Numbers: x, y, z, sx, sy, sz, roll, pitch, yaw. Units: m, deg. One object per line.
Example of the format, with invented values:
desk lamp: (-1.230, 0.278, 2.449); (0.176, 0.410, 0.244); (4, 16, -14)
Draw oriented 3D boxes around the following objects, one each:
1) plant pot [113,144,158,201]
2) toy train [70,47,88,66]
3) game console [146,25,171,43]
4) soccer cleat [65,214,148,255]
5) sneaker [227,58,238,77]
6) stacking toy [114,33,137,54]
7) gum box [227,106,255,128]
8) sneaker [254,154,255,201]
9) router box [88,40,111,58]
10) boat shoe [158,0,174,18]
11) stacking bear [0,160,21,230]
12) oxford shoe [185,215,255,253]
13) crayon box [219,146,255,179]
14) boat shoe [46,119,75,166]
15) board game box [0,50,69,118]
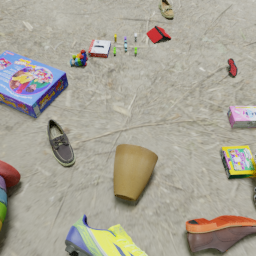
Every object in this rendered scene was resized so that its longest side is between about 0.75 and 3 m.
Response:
plant pot: (0.089, 1.266, 7.595); (1.212, 1.212, 1.301); (12, 67, 10)
toy train: (-1.978, -2.934, 11.367); (0.624, 0.457, 1.079); (-8, 50, 11)
game console: (1.375, -4.115, 12.508); (0.754, 0.519, 0.875); (5, 43, -37)
soccer cleat: (-0.155, 2.807, 6.395); (2.683, 0.867, 1.122); (18, 56, 15)
sneaker: (4.130, -2.330, 10.900); (0.314, 0.378, 0.791); (-19, 64, 34)
stacking toy: (-0.107, -3.559, 11.948); (0.989, 0.308, 1.312); (-1, 53, 1)
gum box: (3.968, -0.374, 9.290); (1.143, 0.378, 0.648); (-1, 51, -1)
sneaker: (3.906, 1.110, 7.376); (0.874, 0.811, 2.157); (6, 89, -14)
router box: (-1.189, -3.345, 11.792); (0.812, 0.221, 0.905); (5, 51, 4)
boat shoe: (1.849, -5.884, 13.682); (0.552, 0.472, 1.505); (-14, 52, -11)
stacking bear: (-3.658, 2.273, 6.472); (1.781, 1.668, 2.933); (-6, 56, -5)
oxford shoe: (2.382, 2.587, 6.849); (2.050, 0.730, 0.744); (-1, 85, -10)
crayon box: (3.259, 0.995, 8.248); (0.838, 0.283, 0.971); (-2, 51, -3)
boat shoe: (-2.126, 0.419, 8.542); (0.615, 0.545, 1.681); (-26, 56, -20)
board game box: (-3.912, -1.679, 10.173); (2.841, 0.636, 1.910); (23, 55, 17)
